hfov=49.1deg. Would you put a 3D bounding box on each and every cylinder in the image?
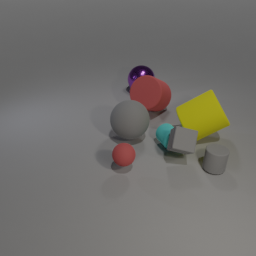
[{"bbox_3d":[2.633,-0.420,9.895,1.400,1.400,1.400,-28,23,19],"label":"cylinder"},{"bbox_3d":[2.695,0.950,8.610,0.700,0.700,0.700,2,27,-1],"label":"cylinder"},{"bbox_3d":[0.975,-1.421,11.817,1.400,1.400,1.400,14,6,24],"label":"cylinder"},{"bbox_3d":[1.416,0.290,9.756,0.700,0.700,0.700,-10,29,-17],"label":"cylinder"}]

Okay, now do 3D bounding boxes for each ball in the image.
[{"bbox_3d":[0.680,-2.473,14.245,1.400,1.400,1.400,0,29,0],"label":"ball"},{"bbox_3d":[-0.124,0.792,8.320,0.700,0.700,0.700,0,29,0],"label":"ball"},{"bbox_3d":[0.065,-0.292,9.921,1.400,1.400,1.400,0,29,0],"label":"ball"}]

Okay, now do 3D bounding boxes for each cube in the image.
[{"bbox_3d":[1.682,0.397,8.710,0.700,0.700,0.700,13,-10,-4],"label":"cube"}]
